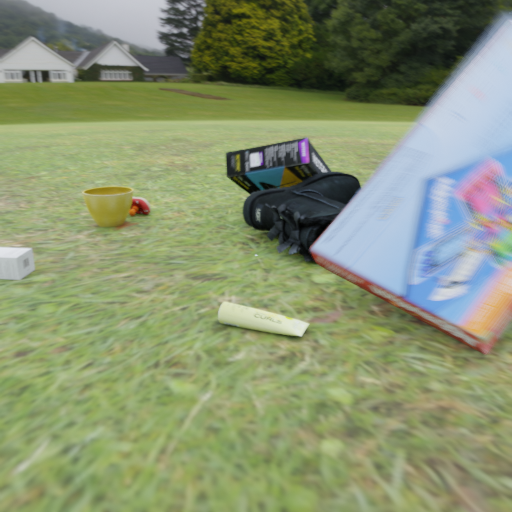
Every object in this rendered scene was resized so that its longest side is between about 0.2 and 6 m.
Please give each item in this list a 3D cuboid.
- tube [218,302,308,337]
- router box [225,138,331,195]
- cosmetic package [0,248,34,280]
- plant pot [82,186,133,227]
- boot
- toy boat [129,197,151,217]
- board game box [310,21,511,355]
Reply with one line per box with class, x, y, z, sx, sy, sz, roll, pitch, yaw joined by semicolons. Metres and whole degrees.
tube;0.092;0.901;7.820;1.232;0.320;0.357;11;58;17
router box;0.678;-2.048;14.128;2.049;0.702;2.748;-7;-11;19
cosmetic package;-4.612;0.118;10.015;1.061;0.450;0.571;2;19;8
plant pot;-3.525;-1.158;13.448;1.178;0.836;1.178;-1;17;0
boot;1.611;-0.893;11.993;3.373;1.248;2.764;-13;22;-27
toy boat;-3.110;-1.212;14.448;0.751;0.490;0.491;6;49;19
board game box;3.693;-1.458;8.499;2.921;0.552;5.675;30;72;41
